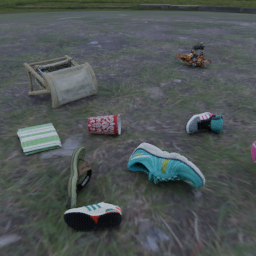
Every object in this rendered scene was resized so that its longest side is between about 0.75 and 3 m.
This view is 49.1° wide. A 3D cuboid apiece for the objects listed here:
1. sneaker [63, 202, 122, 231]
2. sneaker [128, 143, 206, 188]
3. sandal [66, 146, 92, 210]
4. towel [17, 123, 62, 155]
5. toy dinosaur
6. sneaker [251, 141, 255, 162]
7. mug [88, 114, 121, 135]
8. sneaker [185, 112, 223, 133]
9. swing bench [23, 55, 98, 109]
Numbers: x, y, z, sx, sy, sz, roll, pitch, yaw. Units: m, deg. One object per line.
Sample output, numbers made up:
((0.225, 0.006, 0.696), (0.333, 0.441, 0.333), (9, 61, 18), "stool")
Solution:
((-0.759, 1.925, 6.226), (1.280, 0.450, 0.598), (-3, 9, 1), "sneaker")
((0.970, 1.149, 7.413), (2.210, 0.857, 0.880), (16, 51, 36), "sneaker")
((-1.197, 1.256, 7.096), (0.555, 0.773, 1.946), (1, 37, -4), "sandal")
((-2.974, 0.333, 9.339), (1.235, 0.189, 1.619), (-13, 30, -23), "towel")
((4.046, -4.388, 17.251), (2.325, 1.188, 1.578), (36, 57, 17), "toy dinosaur")
((4.401, 1.038, 7.349), (1.028, 0.867, 2.351), (-15, 36, -28), "sneaker")
((-0.799, -0.050, 9.744), (1.043, 0.926, 0.696), (-2, 64, 5), "mug")
((2.785, -0.107, 9.708), (1.563, 0.654, 0.944), (-22, 26, -37), "sneaker")
((-2.982, -2.170, 12.585), (2.330, 1.512, 2.318), (25, 37, 37), "swing bench")
